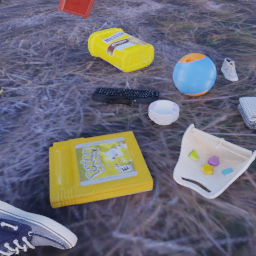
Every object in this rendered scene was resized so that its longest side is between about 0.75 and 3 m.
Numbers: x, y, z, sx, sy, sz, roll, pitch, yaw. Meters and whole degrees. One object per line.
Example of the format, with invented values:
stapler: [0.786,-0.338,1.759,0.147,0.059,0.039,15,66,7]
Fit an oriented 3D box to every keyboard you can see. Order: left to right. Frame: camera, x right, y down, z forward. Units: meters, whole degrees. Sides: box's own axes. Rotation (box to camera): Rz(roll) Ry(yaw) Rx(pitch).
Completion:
keyboard: [-0.070,-1.320,10.634,2.523,0.500,1.313,3,36,6]

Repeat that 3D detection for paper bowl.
paper bowl: [1.197,-0.480,9.437,1.010,0.525,1.010,0,36,0]

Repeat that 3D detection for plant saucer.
plant saucer: [-1.854,-4.687,10.389,1.218,1.220,0.224,6,51,-27]

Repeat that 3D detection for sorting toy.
sorting toy: [2.039,0.990,7.206,1.835,0.980,1.652,26,51,29]

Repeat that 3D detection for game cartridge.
game cartridge: [-0.832,0.979,7.557,2.505,0.406,2.208,-7,37,-12]

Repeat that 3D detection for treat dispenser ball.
treat dispenser ball: [2.514,-2.016,10.624,1.597,1.597,1.597,0,36,0]

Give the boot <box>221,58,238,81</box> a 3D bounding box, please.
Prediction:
boot: [4.451,-2.584,12.222,0.484,0.628,1.315,-4,36,-6]

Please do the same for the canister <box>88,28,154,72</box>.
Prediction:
canister: [-0.332,-3.760,13.399,2.030,1.183,2.734,-25,44,-30]

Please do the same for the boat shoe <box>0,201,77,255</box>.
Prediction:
boat shoe: [-2.140,2.260,5.630,2.135,0.797,0.990,11,48,21]

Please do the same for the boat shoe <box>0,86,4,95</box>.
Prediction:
boat shoe: [-5.804,-1.507,10.785,1.815,0.588,0.665,-8,37,-11]

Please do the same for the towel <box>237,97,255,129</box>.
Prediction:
towel: [4.607,-0.503,9.399,1.530,0.655,1.267,1,35,4]
